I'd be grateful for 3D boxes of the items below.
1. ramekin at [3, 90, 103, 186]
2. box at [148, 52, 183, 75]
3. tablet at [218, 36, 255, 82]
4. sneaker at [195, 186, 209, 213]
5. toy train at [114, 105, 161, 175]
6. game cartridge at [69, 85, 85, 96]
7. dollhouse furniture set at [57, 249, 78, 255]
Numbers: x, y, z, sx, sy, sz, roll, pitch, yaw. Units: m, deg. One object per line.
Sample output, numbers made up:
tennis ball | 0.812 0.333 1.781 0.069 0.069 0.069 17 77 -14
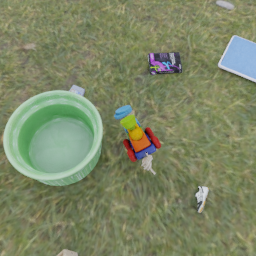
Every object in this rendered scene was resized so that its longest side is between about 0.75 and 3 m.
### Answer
ramekin | -2.205 0.412 8.905 2.931 1.432 2.931 0 64 0
box | 1.455 -2.563 11.034 1.270 0.229 0.908 -3 64 -3
tablet | 5.185 -2.518 11.030 2.865 0.196 1.864 27 67 11
sneaker | 2.235 2.211 8.708 0.369 0.319 0.842 14 58 20
toy train | 0.257 0.231 8.012 1.005 2.375 1.374 -29 110 1
game cartridge | -1.983 -1.183 10.408 0.560 0.175 0.841 21 66 15
dollhouse furniture set | -1.864 5.024 7.383 2.516 1.994 1.786 -43 112 5
